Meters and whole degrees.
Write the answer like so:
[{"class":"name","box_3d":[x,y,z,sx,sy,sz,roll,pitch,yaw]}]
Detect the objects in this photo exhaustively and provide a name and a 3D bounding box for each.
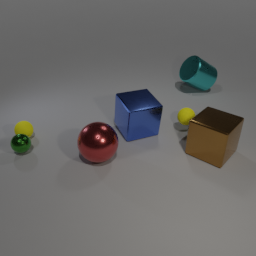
[{"class":"cylinder","box_3d":[3.600,-2.794,14.374,1.400,1.400,1.400,20,20,-33]},{"class":"ball","box_3d":[-3.828,0.547,10.013,0.700,0.700,0.700,0,32,0]},{"class":"cube","box_3d":[3.028,0.278,9.878,1.400,1.400,1.400,24,39,33]},{"class":"cube","box_3d":[0.369,-0.535,11.047,1.400,1.400,1.400,-12,40,-21]},{"class":"ball","box_3d":[-1.022,0.483,9.551,1.400,1.400,1.400,0,32,0]},{"class":"ball","box_3d":[2.311,-0.457,11.095,0.700,0.700,0.700,0,32,0]},{"class":"ball","box_3d":[-4.026,0.071,10.836,0.700,0.700,0.700,0,32,0]}]
